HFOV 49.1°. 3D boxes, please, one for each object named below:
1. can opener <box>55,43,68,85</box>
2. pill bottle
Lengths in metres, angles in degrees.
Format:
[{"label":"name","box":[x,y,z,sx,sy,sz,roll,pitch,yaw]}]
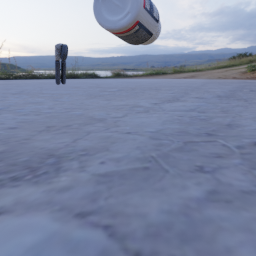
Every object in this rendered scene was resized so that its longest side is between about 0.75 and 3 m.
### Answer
[{"label":"can opener","box":[-2.702,-2.541,11.274,0.467,1.773,0.589,-7,39,-25]},{"label":"pill bottle","box":[0.127,-2.985,7.596,1.317,1.317,2.203,5,3,23]}]
